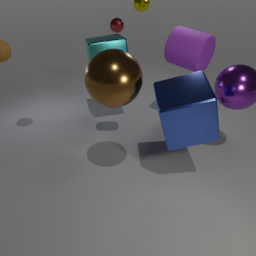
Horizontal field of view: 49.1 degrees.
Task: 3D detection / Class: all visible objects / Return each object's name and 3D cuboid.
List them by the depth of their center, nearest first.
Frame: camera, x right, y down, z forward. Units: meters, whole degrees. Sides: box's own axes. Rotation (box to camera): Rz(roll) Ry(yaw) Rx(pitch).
[{"bbox_3d":[-0.344,-1.185,6.735,1.400,1.400,1.400,0,29,0],"label":"ball"},{"bbox_3d":[1.554,-0.466,7.531,1.400,1.400,1.400,-13,39,8],"label":"cube"},{"bbox_3d":[3.395,-1.256,8.664,1.400,1.400,1.400,0,29,0],"label":"ball"},{"bbox_3d":[-3.979,-2.382,8.669,0.700,0.700,0.700,0,29,0],"label":"ball"},{"bbox_3d":[2.303,-2.917,10.417,1.400,1.400,1.400,28,39,28],"label":"cylinder"},{"bbox_3d":[-0.790,-2.726,10.758,1.400,1.400,1.400,-12,27,-8],"label":"cube"},{"bbox_3d":[0.585,-5.300,11.888,0.700,0.700,0.700,0,29,0],"label":"ball"},{"bbox_3d":[-0.545,-5.055,13.792,0.700,0.700,0.700,0,29,0],"label":"ball"}]
